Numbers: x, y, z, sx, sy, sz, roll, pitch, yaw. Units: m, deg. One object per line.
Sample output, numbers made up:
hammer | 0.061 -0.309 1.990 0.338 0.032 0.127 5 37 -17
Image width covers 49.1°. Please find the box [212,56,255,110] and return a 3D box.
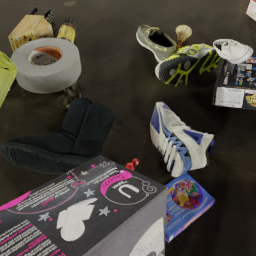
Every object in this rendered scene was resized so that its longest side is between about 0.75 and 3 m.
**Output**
box | 4.141 -1.376 8.243 2.826 0.708 2.848 11 34 19

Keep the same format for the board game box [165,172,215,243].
board game box | 1.113 1.741 6.348 1.415 0.317 0.951 -29 54 -24

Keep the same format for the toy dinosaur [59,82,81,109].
toy dinosaur | -1.740 -0.909 8.706 0.669 0.504 1.309 18 43 -1

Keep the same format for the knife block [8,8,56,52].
knife block | -3.909 -4.054 11.273 2.235 0.715 1.962 -29 54 -23

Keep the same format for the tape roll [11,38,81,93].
tape roll | -2.759 -2.177 9.572 2.238 0.739 2.238 1 48 -1

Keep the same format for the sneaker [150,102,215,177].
sneaker | 1.470 0.314 7.356 1.315 0.920 2.278 0 41 -18

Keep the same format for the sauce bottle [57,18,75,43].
sauce bottle | -2.407 -3.694 11.030 0.642 0.642 1.986 -1 46 -1

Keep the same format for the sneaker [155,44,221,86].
sneaker | 1.922 -2.189 9.513 2.771 1.045 1.059 -21 42 -32

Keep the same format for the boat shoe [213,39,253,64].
boat shoe | 3.133 -2.426 8.553 0.550 0.602 1.673 35 16 -21

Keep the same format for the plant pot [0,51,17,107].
plant pot | -3.811 -1.012 6.723 1.989 2.163 2.163 -50 55 13

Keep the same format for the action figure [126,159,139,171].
action figure | 0.008 1.368 6.562 0.679 0.448 1.372 31 64 3

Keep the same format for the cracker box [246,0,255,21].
cracker box | 6.548 -4.709 11.830 1.728 0.744 2.580 -14 51 -12

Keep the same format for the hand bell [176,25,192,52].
hand bell | 2.032 -3.328 10.838 0.640 0.640 1.228 14 61 12

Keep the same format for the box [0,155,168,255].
box | -0.888 2.061 4.309 1.702 1.961 2.967 20 32 40

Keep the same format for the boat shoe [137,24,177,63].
boat shoe | 1.082 -3.336 10.583 0.913 0.764 2.555 -19 51 -15

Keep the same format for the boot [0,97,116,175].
boot | -1.706 0.120 7.352 2.503 0.956 2.103 10 51 2
